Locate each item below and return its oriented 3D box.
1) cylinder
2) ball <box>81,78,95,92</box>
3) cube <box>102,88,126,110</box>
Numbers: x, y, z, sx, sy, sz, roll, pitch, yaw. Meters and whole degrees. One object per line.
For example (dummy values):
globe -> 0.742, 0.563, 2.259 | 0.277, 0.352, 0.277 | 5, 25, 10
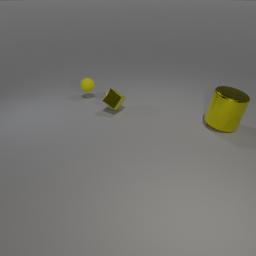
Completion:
cylinder -> 3.991, -0.782, 11.347 | 1.400, 1.400, 1.400 | 8, 32, -5
ball -> -2.038, -2.162, 14.106 | 0.700, 0.700, 0.700 | 0, 28, 0
cube -> -0.614, -1.302, 12.737 | 0.700, 0.700, 0.700 | 35, 9, 11
